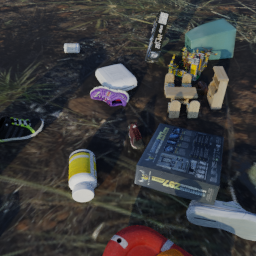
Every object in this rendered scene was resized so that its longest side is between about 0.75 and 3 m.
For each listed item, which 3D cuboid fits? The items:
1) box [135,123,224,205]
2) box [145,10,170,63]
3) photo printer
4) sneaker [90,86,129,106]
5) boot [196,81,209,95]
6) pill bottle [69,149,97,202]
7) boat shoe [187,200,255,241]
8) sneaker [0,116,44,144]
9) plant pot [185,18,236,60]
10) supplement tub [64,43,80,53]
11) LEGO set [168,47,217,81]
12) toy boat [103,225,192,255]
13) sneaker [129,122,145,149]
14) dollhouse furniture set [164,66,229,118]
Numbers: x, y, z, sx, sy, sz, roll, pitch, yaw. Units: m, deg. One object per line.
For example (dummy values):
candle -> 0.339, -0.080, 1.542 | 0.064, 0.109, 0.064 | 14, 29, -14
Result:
box -> 1.694, 0.940, 8.673 | 2.265, 0.733, 2.872 | 13, 29, 14
box -> 1.392, -4.323, 13.522 | 0.492, 2.262, 1.812 | 13, 11, -4
photo printer -> -0.507, -2.231, 12.837 | 1.449, 0.605, 1.741 | -19, 45, -22
sneaker -> -0.821, -1.280, 11.758 | 1.700, 0.686, 0.709 | 8, 54, 14
boot -> 3.248, -1.842, 12.604 | 0.833, 0.287, 0.893 | 7, 42, -18
pill bottle -> -1.367, 1.436, 8.479 | 0.833, 0.833, 1.498 | -5, 41, -6
boat shoe -> 2.760, 2.290, 7.472 | 2.291, 0.843, 0.765 | 11, 38, 16
sneaker -> -4.132, -0.023, 10.085 | 2.181, 0.903, 0.782 | -18, 44, -19
plant pot -> 4.256, -4.567, 14.885 | 2.235, 1.578, 1.579 | -12, 42, -2
supplement tub -> -3.072, -4.383, 15.378 | 0.776, 0.512, 0.512 | 2, 41, 1
LEGO set -> 3.058, -3.417, 13.633 | 1.784, 1.344, 2.320 | 30, 50, 30
toy boat -> 0.760, 3.095, 5.773 | 2.874, 1.879, 1.876 | 26, 47, 27
sneaker -> 0.247, 0.193, 9.871 | 0.455, 0.695, 1.203 | -15, 33, -11
dollhouse furniture set -> 2.706, -1.628, 11.478 | 2.295, 1.494, 2.109 | 1, 41, 1
